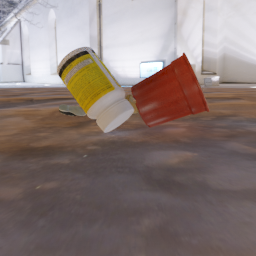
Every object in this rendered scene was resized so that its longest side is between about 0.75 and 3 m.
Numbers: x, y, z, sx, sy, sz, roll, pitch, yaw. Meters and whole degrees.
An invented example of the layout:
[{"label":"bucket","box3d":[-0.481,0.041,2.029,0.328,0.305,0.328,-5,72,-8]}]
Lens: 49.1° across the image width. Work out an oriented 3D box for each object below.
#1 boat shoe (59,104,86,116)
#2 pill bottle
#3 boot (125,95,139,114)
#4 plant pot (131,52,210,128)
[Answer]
[{"label":"boat shoe","box3d":[-2.033,-0.614,10.333,1.020,0.386,0.308,16,-31,-2]},{"label":"pill bottle","box3d":[-0.903,-1.076,8.009,1.291,2.258,1.291,-35,-10,-7]},{"label":"boot","box3d":[0.277,-0.920,10.611,0.870,0.408,1.120,-13,40,28]},{"label":"plant pot","box3d":[1.203,-0.997,8.437,1.850,1.903,1.903,-23,6,13]}]
